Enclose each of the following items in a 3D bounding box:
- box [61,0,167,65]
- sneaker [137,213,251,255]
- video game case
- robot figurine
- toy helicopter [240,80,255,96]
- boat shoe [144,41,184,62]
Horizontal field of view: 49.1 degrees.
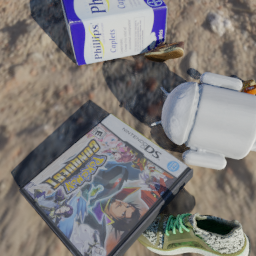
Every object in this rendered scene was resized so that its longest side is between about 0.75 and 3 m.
[{"bbox_3d":[-0.583,-3.794,9.281,2.988,1.568,2.748,-14,54,-8],"label":"box"},{"bbox_3d":[1.160,1.894,5.423,2.281,1.011,0.877,0,39,19],"label":"sneaker"},{"bbox_3d":[-0.496,1.214,6.202,2.631,0.371,2.911,35,65,30],"label":"video game case"},{"bbox_3d":[2.023,-0.192,6.743,2.788,1.575,2.365,15,75,7],"label":"robot figurine"},{"bbox_3d":[3.272,-0.972,7.930,1.043,0.622,1.577,-14,22,36],"label":"toy helicopter"},{"bbox_3d":[1.137,-2.417,8.711,1.392,0.502,0.501,1,71,45],"label":"boat shoe"}]
